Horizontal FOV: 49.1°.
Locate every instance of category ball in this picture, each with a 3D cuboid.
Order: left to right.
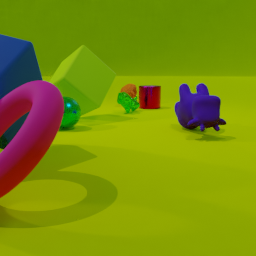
[{"bbox_3d":[-1.673,-0.409,7.400,0.854,0.854,0.854,0,11,0],"label":"ball"}]

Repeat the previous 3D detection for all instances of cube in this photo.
[{"bbox_3d":[-2.400,-0.669,4.756,1.359,1.359,1.359,16,54,9],"label":"cube"},{"bbox_3d":[-1.492,-1.396,8.716,1.397,1.397,1.397,39,-33,-26],"label":"cube"}]

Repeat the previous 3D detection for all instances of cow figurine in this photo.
[{"bbox_3d":[0.005,-1.006,10.483,0.581,1.058,1.041,-39,27,18],"label":"cow figurine"},{"bbox_3d":[1.699,-0.360,6.913,0.905,1.648,1.622,-2,56,-6],"label":"cow figurine"}]

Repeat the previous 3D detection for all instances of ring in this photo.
[{"bbox_3d":[-1.467,0.121,3.348,1.729,1.729,0.346,13,-26,49],"label":"ring"}]

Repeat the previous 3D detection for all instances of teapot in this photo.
[{"bbox_3d":[0.050,-1.578,12.429,0.782,0.616,1.258,-38,29,-9],"label":"teapot"}]

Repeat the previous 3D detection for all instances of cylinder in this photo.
[{"bbox_3d":[0.907,-1.300,11.699,0.929,0.929,0.929,0,11,0],"label":"cylinder"}]
